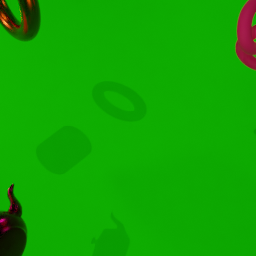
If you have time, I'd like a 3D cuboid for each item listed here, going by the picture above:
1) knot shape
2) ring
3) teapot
[{"bbox_3d":[1.925,-1.231,3.863,1.135,1.062,0.524,-6,54,-7],"label":"knot shape"},{"bbox_3d":[-1.816,-2.023,4.295,0.278,1.392,1.392,-35,76,-32],"label":"ring"},{"bbox_3d":[-1.813,1.458,3.701,0.722,0.917,1.475,16,65,28],"label":"teapot"}]
